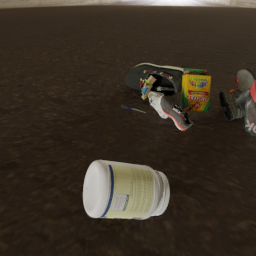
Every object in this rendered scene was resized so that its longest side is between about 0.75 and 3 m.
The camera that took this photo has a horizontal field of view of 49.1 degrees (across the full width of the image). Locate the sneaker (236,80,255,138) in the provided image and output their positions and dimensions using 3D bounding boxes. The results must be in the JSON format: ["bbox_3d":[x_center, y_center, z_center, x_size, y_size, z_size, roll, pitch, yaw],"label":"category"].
[{"bbox_3d":[3.463,-0.008,6.610,0.869,2.457,1.201,-39,2,-31],"label":"sneaker"}]

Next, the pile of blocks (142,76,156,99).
[{"bbox_3d":[0.640,-1.512,10.152,0.410,0.998,0.310,-10,47,-40],"label":"pile of blocks"}]

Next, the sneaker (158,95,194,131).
[{"bbox_3d":[1.465,-0.506,8.263,0.542,1.324,0.510,-23,29,54],"label":"sneaker"}]

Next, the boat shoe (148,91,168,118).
[{"bbox_3d":[1.000,-0.844,9.437,0.568,0.577,1.628,15,27,-14],"label":"boat shoe"}]

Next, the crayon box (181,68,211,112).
[{"bbox_3d":[2.164,-1.211,8.955,0.868,1.368,0.347,1,5,-13],"label":"crayon box"}]

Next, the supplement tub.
[{"bbox_3d":[-0.036,1.162,5.209,1.390,1.008,1.008,11,23,-25],"label":"supplement tub"}]

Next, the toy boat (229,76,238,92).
[{"bbox_3d":[4.242,-1.406,10.588,0.863,0.862,1.321,-26,24,14],"label":"toy boat"}]

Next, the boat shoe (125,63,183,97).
[{"bbox_3d":[0.875,-1.814,10.698,2.917,1.067,0.914,13,43,43],"label":"boat shoe"}]

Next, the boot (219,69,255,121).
[{"bbox_3d":[3.650,-1.176,9.335,1.291,0.669,1.976,-1,63,-10],"label":"boot"}]

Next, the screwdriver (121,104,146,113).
[{"bbox_3d":[0.182,-0.591,8.869,0.867,0.126,0.121,19,66,12],"label":"screwdriver"}]
